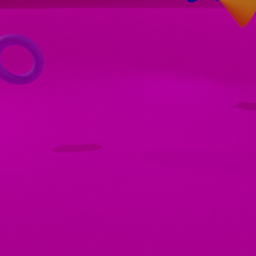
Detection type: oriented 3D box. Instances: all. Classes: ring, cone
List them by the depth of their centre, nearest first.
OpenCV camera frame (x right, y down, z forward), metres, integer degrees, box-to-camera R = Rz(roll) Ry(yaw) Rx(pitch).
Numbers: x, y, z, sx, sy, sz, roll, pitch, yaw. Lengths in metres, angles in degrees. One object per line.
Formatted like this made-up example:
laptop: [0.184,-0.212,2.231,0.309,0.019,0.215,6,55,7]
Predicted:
ring: [-2.562,-1.560,6.469,1.195,1.195,0.239,-5,32,-11]
cone: [3.128,-3.627,8.242,0.999,0.996,0.996,19,25,-5]

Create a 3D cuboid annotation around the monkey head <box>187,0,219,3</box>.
monkey head: [2.480,-4.302,8.506,0.991,1.377,0.830,48,36,-3]
